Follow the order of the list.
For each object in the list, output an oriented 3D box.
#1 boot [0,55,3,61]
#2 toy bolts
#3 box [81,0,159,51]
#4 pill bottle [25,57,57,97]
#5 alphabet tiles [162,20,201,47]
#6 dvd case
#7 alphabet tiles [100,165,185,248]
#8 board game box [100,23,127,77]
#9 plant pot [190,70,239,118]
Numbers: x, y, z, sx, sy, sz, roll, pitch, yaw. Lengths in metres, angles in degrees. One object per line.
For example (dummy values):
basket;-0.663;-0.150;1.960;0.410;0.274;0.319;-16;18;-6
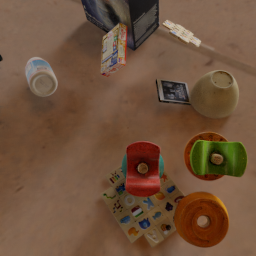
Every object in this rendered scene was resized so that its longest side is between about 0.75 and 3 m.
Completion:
boot;-4.145;-1.915;8.230;0.854;0.316;0.700;0;30;48
toy bolts;1.073;1.200;6.361;2.498;1.733;2.386;6;87;3
box;-0.328;-4.085;8.687;2.339;2.320;1.442;38;76;19
pill bottle;-2.504;-1.512;7.968;0.750;0.750;1.380;-22;40;-11
alphabet tiles;1.642;-2.872;8.539;1.272;0.095;1.300;32;35;0
dvd case;1.308;-1.031;8.065;0.998;0.123;0.750;4;61;-18
alphabet tiles;0.409;1.732;6.901;1.716;0.065;2.062;-30;66;-16
board game box;-0.433;-2.306;8.340;0.297;0.973;1.284;12;74;-34
plant pot;2.536;-1.088;7.942;1.382;0.928;1.382;0;62;0
